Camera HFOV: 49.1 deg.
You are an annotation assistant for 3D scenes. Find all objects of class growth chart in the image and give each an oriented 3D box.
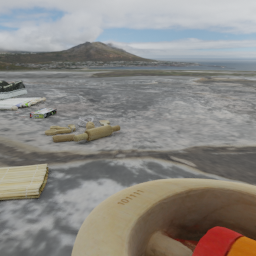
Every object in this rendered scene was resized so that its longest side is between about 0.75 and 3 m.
[{"bbox_3d":[-5.014,-1.137,12.576,1.965,0.241,2.715,3,15,10],"label":"growth chart"}]

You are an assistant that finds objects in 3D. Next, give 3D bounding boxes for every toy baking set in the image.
[{"bbox_3d":[-1.232,-0.043,8.204,2.513,0.292,1.929,-13,19,-41],"label":"toy baking set"}]

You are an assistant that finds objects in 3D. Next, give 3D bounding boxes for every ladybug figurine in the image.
[{"bbox_3d":[0.883,1.210,1.651,1.983,1.051,2.921,-21,24,-39],"label":"ladybug figurine"}]

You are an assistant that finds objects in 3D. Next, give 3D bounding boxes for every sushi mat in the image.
[{"bbox_3d":[-2.660,0.938,4.711,2.507,0.152,1.200,-3,14,-10],"label":"sushi mat"}]

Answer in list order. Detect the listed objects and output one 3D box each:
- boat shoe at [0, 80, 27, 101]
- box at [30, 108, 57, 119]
[{"bbox_3d":[-6.061,-1.791,13.413,0.967,0.871,2.735,-11,10,25],"label":"boat shoe"},{"bbox_3d":[-3.131,-0.556,10.424,0.572,0.180,1.039,3,15,11],"label":"box"}]
